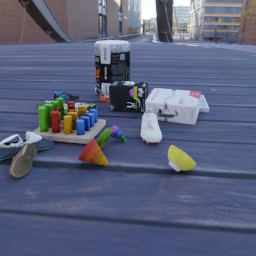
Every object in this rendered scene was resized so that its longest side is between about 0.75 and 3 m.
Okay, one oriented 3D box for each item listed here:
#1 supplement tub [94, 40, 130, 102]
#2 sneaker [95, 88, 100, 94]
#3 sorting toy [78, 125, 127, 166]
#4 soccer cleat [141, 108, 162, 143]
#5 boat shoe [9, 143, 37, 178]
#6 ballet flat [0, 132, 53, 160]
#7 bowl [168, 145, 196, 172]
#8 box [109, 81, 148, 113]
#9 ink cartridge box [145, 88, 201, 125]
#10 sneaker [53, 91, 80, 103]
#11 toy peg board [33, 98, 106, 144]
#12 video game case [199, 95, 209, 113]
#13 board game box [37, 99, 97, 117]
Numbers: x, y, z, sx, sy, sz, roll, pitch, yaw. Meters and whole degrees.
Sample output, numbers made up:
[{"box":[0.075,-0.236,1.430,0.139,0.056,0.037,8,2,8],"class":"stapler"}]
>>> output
[{"box":[-0.782,-2.932,14.429,1.805,2.947,1.805,0,22,0],"class":"supplement tub"},{"box":[-1.090,-2.193,15.876,1.510,0.529,0.819,-16,25,-41],"class":"sneaker"},{"box":[-0.636,0.599,8.956,0.812,0.817,2.357,36,28,8],"class":"sorting toy"},{"box":[0.798,-0.098,10.218,0.716,0.802,2.067,-1,22,-2],"class":"soccer cleat"},{"box":[-3.063,0.991,8.044,0.470,0.501,1.392,-29,25,16],"class":"boat shoe"},{"box":[-3.317,0.490,8.914,1.929,0.705,0.705,-14,26,-33],"class":"ballet flat"},{"box":[1.426,0.941,7.896,0.477,0.886,0.886,-50,37,-7],"class":"bowl"},{"box":[0.033,-1.471,13.073,1.677,1.245,1.042,4,22,10],"class":"box"},{"box":[1.958,-0.973,12.036,2.094,0.868,1.537,8,33,20],"class":"ink cartridge box"},{"box":[-2.933,-1.482,13.371,1.258,0.515,0.461,-4,21,-13],"class":"sneaker"},{"box":[-2.173,-0.381,10.459,2.182,1.072,2.191,4,20,11],"class":"toy peg board"},{"box":[2.786,-1.291,13.952,2.164,0.262,2.377,3,22,7],"class":"video game case"},{"box":[-2.897,-1.016,13.256,2.556,0.300,1.339,12,26,27],"class":"board game box"}]
